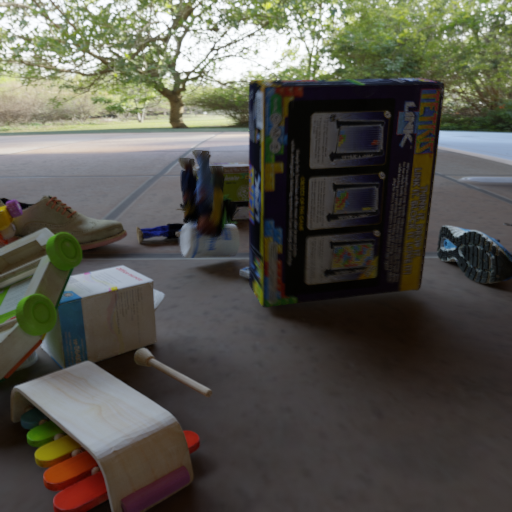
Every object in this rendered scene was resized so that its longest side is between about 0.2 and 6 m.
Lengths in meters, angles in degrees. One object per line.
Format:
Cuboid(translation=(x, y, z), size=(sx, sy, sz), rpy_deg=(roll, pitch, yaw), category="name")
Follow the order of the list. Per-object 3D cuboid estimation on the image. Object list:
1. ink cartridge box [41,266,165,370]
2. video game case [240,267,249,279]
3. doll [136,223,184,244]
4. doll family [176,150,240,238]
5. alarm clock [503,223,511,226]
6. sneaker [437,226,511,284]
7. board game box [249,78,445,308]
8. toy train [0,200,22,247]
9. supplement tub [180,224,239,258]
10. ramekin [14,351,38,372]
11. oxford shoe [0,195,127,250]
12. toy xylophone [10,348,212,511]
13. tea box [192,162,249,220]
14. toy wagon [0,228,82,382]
Cuboid(translation=(-2.013, 0.750, 7.382), size=(1.458, 0.913, 0.937), rpy_deg=(-13, 21, -36), category="ink cartridge box")
Cuboid(translation=(0.483, 0.328, 10.085), size=(1.172, 0.129, 1.068), rpy_deg=(20, 26, 38), category="video game case")
Cuboid(translation=(-1.952, -0.559, 12.769), size=(1.492, 0.362, 1.018), rpy_deg=(-5, 18, -16), category="doll")
Cuboid(translation=(-0.743, -0.787, 8.152), size=(0.776, 1.143, 1.978), rpy_deg=(0, -4, 14), category="doll family")
Cuboid(translation=(6.403, -0.692, 13.246), size=(1.043, 0.347, 0.703), rpy_deg=(8, 19, 19), category="alarm clock")
Cuboid(translation=(4.263, -0.113, 10.436), size=(1.010, 0.880, 2.245), rpy_deg=(1, 17, -7), category="sneaker")
Cuboid(translation=(1.287, -0.993, 8.613), size=(2.726, 3.298, 0.935), rpy_deg=(-5, 22, -15), category="board game box")
Cuboid(translation=(-5.918, -0.243, 11.060), size=(2.363, 0.875, 3.146), rpy_deg=(-13, 19, 16), category="toy train")
Cuboid(translation=(-0.913, -0.300, 10.920), size=(1.019, 0.672, 0.672), rpy_deg=(-2, 16, -24), category="supplement tub")
Cuboid(translation=(-3.050, 1.201, 6.991), size=(0.581, 0.283, 0.581), rpy_deg=(0, 17, 0), category="ramekin")
Cuboid(translation=(-4.265, -0.731, 12.042), size=(2.966, 1.095, 1.050), rpy_deg=(1, 17, 5), category="oxford shoe")
Cuboid(translation=(-1.367, 1.545, 5.352), size=(1.604, 0.550, 2.191), rpy_deg=(-12, 20, -35), category="toy xylophone")
Cuboid(translation=(-0.892, -1.692, 14.684), size=(1.449, 1.425, 0.968), rpy_deg=(-6, 17, -15), category="tea box")
Cuboid(translation=(-3.092, 0.829, 6.420), size=(2.102, 0.536, 2.709), rpy_deg=(-20, 41, 25), category="toy wagon")
